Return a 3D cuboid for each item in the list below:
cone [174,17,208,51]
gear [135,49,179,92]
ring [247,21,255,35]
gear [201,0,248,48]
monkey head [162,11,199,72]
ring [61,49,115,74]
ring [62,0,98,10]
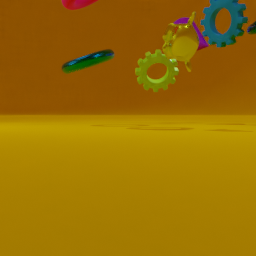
[{"bbox_3d":[2.642,-3.425,11.124,1.615,1.615,1.621,-2,27,-31],"label":"cone"},{"bbox_3d":[1.360,-2.653,13.154,1.980,1.980,0.366,0,37,-4],"label":"gear"},{"bbox_3d":[4.022,-3.091,8.059,1.195,0.239,1.195,-33,12,8],"label":"ring"},{"bbox_3d":[3.381,-3.802,9.982,0.324,1.750,1.750,-16,11,-32],"label":"gear"},{"bbox_3d":[1.417,-2.219,7.143,0.879,1.458,1.049,13,33,26],"label":"monkey head"},{"bbox_3d":[-1.454,-2.432,10.247,2.017,0.403,2.017,-17,13,4],"label":"ring"},{"bbox_3d":[-1.073,-3.977,8.044,1.821,0.364,1.821,-27,11,6],"label":"ring"}]
